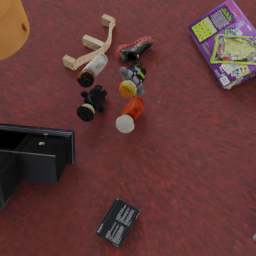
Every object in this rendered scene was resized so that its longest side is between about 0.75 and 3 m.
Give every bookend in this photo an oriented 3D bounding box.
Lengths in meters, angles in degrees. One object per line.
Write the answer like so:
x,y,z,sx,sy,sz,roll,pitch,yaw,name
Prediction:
-2.659,0.890,6.807,2.217,1.028,2.231,6,27,3,bookend

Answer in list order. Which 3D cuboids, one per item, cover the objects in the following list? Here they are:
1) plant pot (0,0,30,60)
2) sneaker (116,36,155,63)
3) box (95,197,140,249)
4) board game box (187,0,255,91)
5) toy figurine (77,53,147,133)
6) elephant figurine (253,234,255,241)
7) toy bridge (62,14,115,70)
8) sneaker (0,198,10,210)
-3.225,-2.537,6.230,2.146,1.502,2.146,-6,64,11,plant pot
0.349,-2.696,9.729,1.473,0.521,0.720,-24,63,-11,sneaker
-0.244,2.337,6.944,0.697,0.389,0.987,29,65,12,box
3.372,-2.853,9.426,1.765,0.475,2.941,-32,60,23,board game box
-0.489,-0.959,7.927,1.955,1.925,1.360,19,50,10,toy figurine
3.919,1.696,6.834,1.500,1.368,1.934,3,66,-15,elephant figurine
-1.192,-2.990,9.980,0.919,0.372,2.733,27,64,13,toy bridge
-4.368,1.752,6.979,2.719,1.033,1.234,-12,52,-11,sneaker
